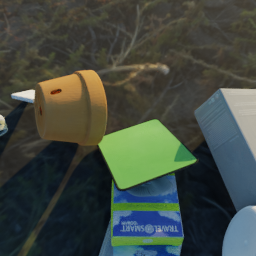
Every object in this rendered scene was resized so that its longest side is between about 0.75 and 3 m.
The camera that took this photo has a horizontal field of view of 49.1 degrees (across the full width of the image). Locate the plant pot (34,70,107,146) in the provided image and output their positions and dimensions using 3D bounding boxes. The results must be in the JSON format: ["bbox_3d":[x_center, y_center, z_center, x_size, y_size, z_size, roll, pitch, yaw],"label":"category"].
[{"bbox_3d":[-1.453,-0.433,6.689,1.303,1.862,1.862,-7,61,-28],"label":"plant pot"}]

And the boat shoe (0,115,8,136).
[{"bbox_3d":[-3.783,0.252,7.109,1.545,0.556,0.479,-36,69,0],"label":"boat shoe"}]

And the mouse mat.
[{"bbox_3d":[0.321,0.504,6.666,1.873,0.088,2.328,-18,30,-11],"label":"mouse mat"}]

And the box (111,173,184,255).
[{"bbox_3d":[0.364,1.631,6.252,1.465,0.572,2.402,0,48,-2],"label":"box"}]

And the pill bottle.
[{"bbox_3d":[3.410,2.674,5.319,2.817,1.497,1.497,23,65,-2],"label":"pill bottle"}]

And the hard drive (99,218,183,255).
[{"bbox_3d":[0.093,3.213,5.862,1.697,0.459,2.429,16,64,8],"label":"hard drive"}]

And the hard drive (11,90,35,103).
[{"bbox_3d":[-2.612,-0.872,7.672,1.012,0.135,0.668,13,25,37],"label":"hard drive"}]

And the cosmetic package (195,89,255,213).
[{"bbox_3d":[2.886,0.478,6.610,1.484,1.253,2.777,-1,63,-26],"label":"cosmetic package"}]
